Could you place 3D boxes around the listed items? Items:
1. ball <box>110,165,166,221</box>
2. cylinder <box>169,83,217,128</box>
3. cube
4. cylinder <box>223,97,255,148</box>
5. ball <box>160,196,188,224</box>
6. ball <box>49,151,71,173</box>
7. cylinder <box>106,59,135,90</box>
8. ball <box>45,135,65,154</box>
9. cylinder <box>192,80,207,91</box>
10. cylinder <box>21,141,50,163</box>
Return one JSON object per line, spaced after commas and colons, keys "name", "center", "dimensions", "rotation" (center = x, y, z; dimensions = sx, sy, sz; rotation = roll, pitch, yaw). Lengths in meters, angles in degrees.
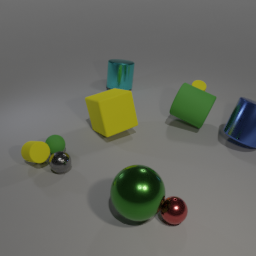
{"name": "ball", "center": [0.250, 1.636, 7.127], "dimensions": [1.400, 1.400, 1.400], "rotation": [0, 30, 0]}
{"name": "cylinder", "center": [2.586, -0.904, 11.215], "dimensions": [1.400, 1.400, 1.400], "rotation": [27, 37, 13]}
{"name": "cube", "center": [-0.647, -0.643, 10.867], "dimensions": [1.400, 1.400, 1.400], "rotation": [-21, 21, -24]}
{"name": "cylinder", "center": [4.402, -0.218, 10.124], "dimensions": [1.400, 1.400, 1.400], "rotation": [19, 19, -7]}
{"name": "ball", "center": [1.183, 2.112, 7.208], "dimensions": [0.700, 0.700, 0.700], "rotation": [0, 30, 0]}
{"name": "ball", "center": [-2.170, 1.085, 8.981], "dimensions": [0.700, 0.700, 0.700], "rotation": [0, 30, 0]}
{"name": "cylinder", "center": [-0.405, -2.846, 14.901], "dimensions": [1.400, 1.400, 1.400], "rotation": [5, 22, -2]}
{"name": "ball", "center": [-2.557, 0.581, 9.843], "dimensions": [0.700, 0.700, 0.700], "rotation": [0, 30, 0]}
{"name": "cylinder", "center": [3.406, -1.854, 13.675], "dimensions": [0.700, 0.700, 0.700], "rotation": [0, 58, 0]}
{"name": "cylinder", "center": [-3.033, 0.780, 9.182], "dimensions": [0.700, 0.700, 0.700], "rotation": [-28, 18, -39]}
